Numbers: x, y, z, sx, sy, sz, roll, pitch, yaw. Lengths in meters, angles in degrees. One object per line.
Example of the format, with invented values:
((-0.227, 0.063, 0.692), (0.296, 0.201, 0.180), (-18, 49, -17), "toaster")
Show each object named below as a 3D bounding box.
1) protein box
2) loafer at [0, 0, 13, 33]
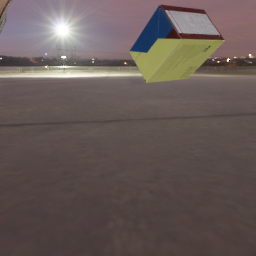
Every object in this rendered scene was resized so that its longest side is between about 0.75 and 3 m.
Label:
((1.302, -2.258, 7.710), (1.717, 1.158, 1.704), (-12, -22, -35), "protein box")
((-2.721, -2.927, 5.471), (1.010, 2.810, 0.884), (24, 8, 11), "loafer")
